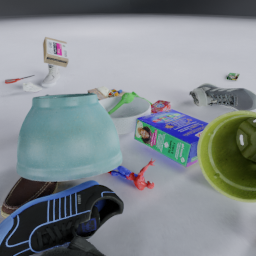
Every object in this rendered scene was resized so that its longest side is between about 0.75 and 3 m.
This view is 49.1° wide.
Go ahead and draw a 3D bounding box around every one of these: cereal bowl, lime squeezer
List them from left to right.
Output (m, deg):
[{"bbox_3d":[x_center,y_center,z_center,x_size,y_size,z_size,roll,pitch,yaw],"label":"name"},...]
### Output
[{"bbox_3d":[-0.256,-0.367,9.870,2.164,0.901,2.164,-3,24,1],"label":"cereal bowl"},{"bbox_3d":[0.217,-0.945,10.640,2.548,0.900,0.481,-14,24,-36],"label":"lime squeezer"}]

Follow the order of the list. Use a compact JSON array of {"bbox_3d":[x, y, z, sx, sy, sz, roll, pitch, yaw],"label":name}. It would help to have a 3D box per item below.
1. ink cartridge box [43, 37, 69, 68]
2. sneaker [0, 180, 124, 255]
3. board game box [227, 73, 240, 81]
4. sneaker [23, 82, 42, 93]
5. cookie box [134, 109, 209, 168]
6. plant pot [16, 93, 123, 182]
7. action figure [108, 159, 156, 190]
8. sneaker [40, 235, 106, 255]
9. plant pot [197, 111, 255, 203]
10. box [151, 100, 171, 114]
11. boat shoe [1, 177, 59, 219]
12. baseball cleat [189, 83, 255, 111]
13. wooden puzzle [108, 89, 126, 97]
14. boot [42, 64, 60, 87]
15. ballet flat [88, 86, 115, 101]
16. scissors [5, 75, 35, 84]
[{"bbox_3d":[-2.302,-2.416,8.911,0.729,0.332,0.884,6,55,-29],"label":"ink cartridge box"},{"bbox_3d":[-1.292,1.889,5.634,2.701,0.947,1.052,-23,28,-39],"label":"sneaker"},{"bbox_3d":[5.813,-2.838,15.448,0.557,0.125,1.063,11,30,24],"label":"board game box"},{"bbox_3d":[-4.594,-1.953,13.397,0.954,0.475,0.357,4,27,4],"label":"sneaker"},{"bbox_3d":[1.582,0.213,8.800,1.824,0.801,2.132,-16,31,-40],"label":"cookie box"},{"bbox_3d":[-1.555,0.039,7.280,2.737,1.834,2.737,-3,11,1],"label":"plant pot"},{"bbox_3d":[0.118,1.088,7.490,1.683,0.549,0.833,24,54,36],"label":"action figure"},{"bbox_3d":[-0.759,2.556,4.879,1.740,0.523,0.907,25,50,24],"label":"sneaker"},{"bbox_3d":[3.268,0.519,7.324,2.227,2.227,2.048,20,22,33],"label":"plant pot"},{"bbox_3d":[1.176,-0.628,10.797,0.536,0.560,1.123,17,32,29],"label":"box"},{"bbox_3d":[-2.180,1.012,7.142,1.079,1.076,2.991,9,29,16],"label":"boat shoe"},{"bbox_3d":[3.793,-1.129,11.521,1.551,1.016,2.915,-24,26,-27],"label":"baseball cleat"},{"bbox_3d":[-0.601,-1.647,13.104,0.877,0.203,0.812,17,32,28],"label":"wooden puzzle"},{"bbox_3d":[-4.032,-2.848,14.554,0.738,0.959,2.006,0,28,-1],"label":"boot"},{"bbox_3d":[-0.935,-1.289,10.973,0.612,0.605,1.799,41,6,26],"label":"ballet flat"},{"bbox_3d":[-5.763,-2.615,15.067,1.694,0.118,0.620,-16,29,-30],"label":"scissors"}]
